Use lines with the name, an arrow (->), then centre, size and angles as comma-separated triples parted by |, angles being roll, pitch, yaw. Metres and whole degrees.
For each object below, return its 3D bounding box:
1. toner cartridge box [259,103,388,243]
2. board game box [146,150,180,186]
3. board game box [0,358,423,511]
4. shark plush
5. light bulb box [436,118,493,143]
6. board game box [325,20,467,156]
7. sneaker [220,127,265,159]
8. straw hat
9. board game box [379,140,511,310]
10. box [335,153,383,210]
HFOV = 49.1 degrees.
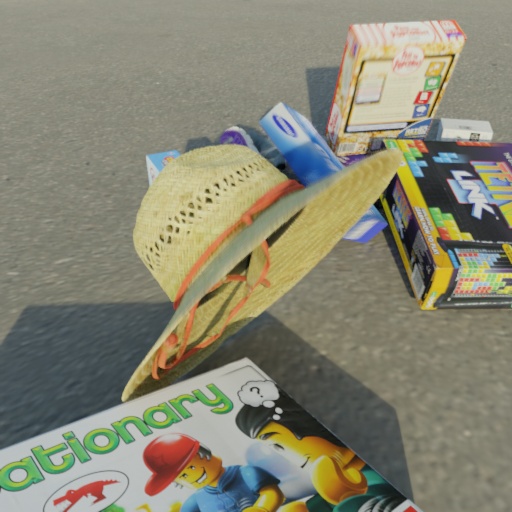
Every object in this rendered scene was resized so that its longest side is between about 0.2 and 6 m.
toner cartridge box -> 1.311, -1.588, 10.865 | 2.889, 0.624, 1.372 | 56, 20, 18
board game box -> -1.253, -0.516, 9.728 | 0.568, 1.991, 2.034 | -15, 37, -21
board game box -> -1.078, 2.798, 4.915 | 5.121, 0.886, 3.232 | -13, 34, -40
shark plush -> 0.714, -2.578, 13.444 | 1.162, 1.066, 2.559 | 18, 9, -31
light bulb box -> 4.981, -2.636, 13.614 | 1.159, 1.169, 0.729 | 7, 36, 10
board game box -> 2.812, -3.435, 11.844 | 2.213, 2.921, 0.676 | -6, 55, -10
sneaker -> -0.400, -2.253, 13.211 | 0.917, 0.887, 2.199 | -23, 49, -12
straw hat -> -0.445, -0.341, 7.160 | 1.895, 4.479, 4.479 | 47, 50, 12
board game box -> 4.085, -0.709, 10.226 | 3.091, 1.060, 3.739 | -1, 44, -5
box -> 2.424, -1.863, 12.847 | 1.404, 0.785, 1.990 | -19, 38, -29
